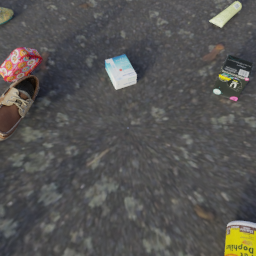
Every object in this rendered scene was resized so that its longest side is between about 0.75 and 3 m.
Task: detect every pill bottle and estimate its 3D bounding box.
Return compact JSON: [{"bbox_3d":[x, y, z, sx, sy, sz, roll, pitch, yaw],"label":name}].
[{"bbox_3d":[2.667,3.051,6.382,0.897,0.897,1.641,12,59,7],"label":"pill bottle"}]

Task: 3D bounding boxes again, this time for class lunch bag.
[{"bbox_3d":[-3.468,-2.061,9.209,1.279,1.126,0.524,-39,83,22],"label":"lunch bag"}]

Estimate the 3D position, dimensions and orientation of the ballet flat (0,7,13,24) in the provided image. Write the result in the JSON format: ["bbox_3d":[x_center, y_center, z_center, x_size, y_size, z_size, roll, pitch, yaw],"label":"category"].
[{"bbox_3d":[-5.665,-4.276,10.891,2.411,0.852,0.852,-32,64,-18],"label":"ballet flat"}]

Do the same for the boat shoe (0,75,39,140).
[{"bbox_3d":[-3.318,-0.752,8.214,0.975,0.924,2.574,37,36,-28],"label":"boat shoe"}]

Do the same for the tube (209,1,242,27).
[{"bbox_3d":[3.991,-4.588,11.354,1.526,0.443,0.396,-42,111,-20],"label":"tube"}]

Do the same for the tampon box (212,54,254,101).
[{"bbox_3d":[3.366,-1.599,9.048,0.867,1.156,0.730,22,61,13],"label":"tampon box"}]

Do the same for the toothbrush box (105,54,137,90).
[{"bbox_3d":[-0.254,-1.941,9.672,0.777,0.453,1.061,-19,62,-11],"label":"toothbrush box"}]
